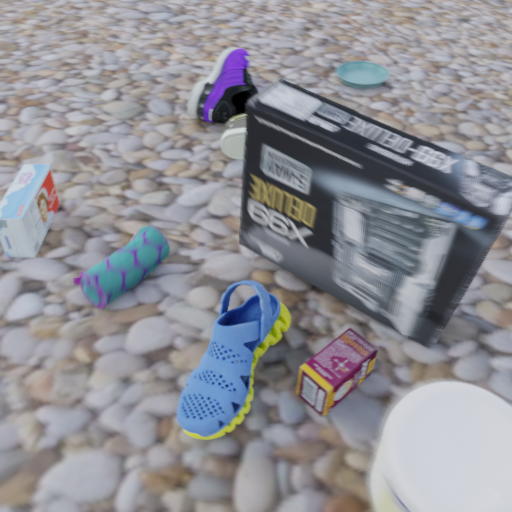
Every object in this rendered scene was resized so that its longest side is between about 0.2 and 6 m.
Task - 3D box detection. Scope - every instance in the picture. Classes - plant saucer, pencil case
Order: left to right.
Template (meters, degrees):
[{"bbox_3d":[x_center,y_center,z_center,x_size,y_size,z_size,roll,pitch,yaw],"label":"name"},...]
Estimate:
[{"bbox_3d":[-2.205,0.160,9.365,0.725,0.668,1.569,35,52,17],"label":"pencil case"},{"bbox_3d":[2.839,-4.815,15.030,1.395,0.251,1.395,0,44,0],"label":"plant saucer"}]

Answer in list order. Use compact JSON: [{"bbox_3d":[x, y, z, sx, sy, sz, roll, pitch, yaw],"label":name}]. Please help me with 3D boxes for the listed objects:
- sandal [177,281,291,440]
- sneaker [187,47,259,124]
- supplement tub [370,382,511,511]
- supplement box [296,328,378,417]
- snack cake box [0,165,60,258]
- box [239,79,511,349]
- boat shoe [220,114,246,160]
[{"bbox_3d":[-0.386,1.286,7.706,1.002,1.098,2.521,6,47,25],"label":"sandal"},{"bbox_3d":[-0.481,-4.090,13.813,1.444,1.009,2.903,18,50,11],"label":"sneaker"},{"bbox_3d":[1.966,2.346,5.910,1.428,1.970,1.428,-3,54,4],"label":"supplement tub"},{"bbox_3d":[1.119,1.612,7.796,1.046,0.685,0.540,-32,53,-29],"label":"supplement box"},{"bbox_3d":[-4.161,-0.845,10.248,0.544,0.930,1.618,1,43,2],"label":"snack cake box"},{"bbox_3d":[1.484,-0.566,8.236,3.642,2.872,0.906,29,52,19],"label":"box"},{"bbox_3d":[0.611,-2.676,12.190,2.744,0.981,0.820,-1,48,4],"label":"boat shoe"}]
